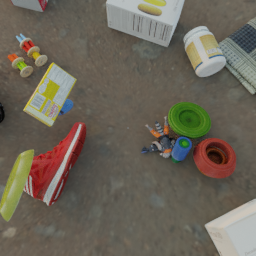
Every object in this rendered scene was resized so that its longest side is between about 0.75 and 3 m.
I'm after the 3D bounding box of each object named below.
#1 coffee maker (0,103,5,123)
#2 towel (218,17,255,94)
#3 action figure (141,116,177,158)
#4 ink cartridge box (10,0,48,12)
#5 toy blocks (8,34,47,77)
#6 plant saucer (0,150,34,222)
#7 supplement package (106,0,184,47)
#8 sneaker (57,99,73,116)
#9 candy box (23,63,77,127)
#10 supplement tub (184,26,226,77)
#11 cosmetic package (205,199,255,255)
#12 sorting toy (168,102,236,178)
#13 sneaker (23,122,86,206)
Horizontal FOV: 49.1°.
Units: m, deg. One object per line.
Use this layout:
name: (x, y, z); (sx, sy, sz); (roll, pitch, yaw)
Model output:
coffee maker: (-5.055, -1.095, 9.439); (1.941, 1.361, 2.021); (-38, 78, -11)
towel: (4.940, -2.673, 10.451); (2.613, 0.469, 2.714); (-37, 75, -13)
action figure: (1.004, 0.423, 9.295); (1.336, 0.699, 1.292); (-23, 87, -3)
ink cartridge box: (-3.761, -5.830, 10.818); (1.367, 1.373, 1.890); (14, 74, 4)
toy blocks: (-3.887, -2.736, 10.355); (1.196, 0.521, 1.435); (-41, 78, -11)
plant saucer: (-3.047, 1.476, 7.562); (0.308, 1.980, 1.980); (22, 73, -22)
supplement package: (0.628, -4.298, 10.368); (2.488, 1.363, 1.415); (20, 75, 5)
sneaker: (-2.330, -0.718, 8.904); (1.541, 0.604, 0.508); (-14, 75, -43)
candy box: (-2.198, -0.975, 8.046); (0.865, 0.224, 1.692); (37, 61, -29)
supplement tub: (2.713, -2.731, 10.050); (1.098, 1.098, 1.518); (-18, 74, -5)
cosmetic package: (3.771, 3.415, 7.750); (1.991, 2.003, 2.394); (-24, 74, -6)
sorting toy: (2.170, 0.574, 9.204); (1.704, 1.164, 2.837); (-20, 61, -21)
sneaker: (-2.542, 0.878, 9.007); (1.628, 1.104, 2.818); (22, 73, 5)
